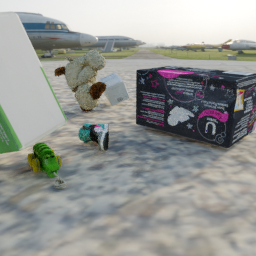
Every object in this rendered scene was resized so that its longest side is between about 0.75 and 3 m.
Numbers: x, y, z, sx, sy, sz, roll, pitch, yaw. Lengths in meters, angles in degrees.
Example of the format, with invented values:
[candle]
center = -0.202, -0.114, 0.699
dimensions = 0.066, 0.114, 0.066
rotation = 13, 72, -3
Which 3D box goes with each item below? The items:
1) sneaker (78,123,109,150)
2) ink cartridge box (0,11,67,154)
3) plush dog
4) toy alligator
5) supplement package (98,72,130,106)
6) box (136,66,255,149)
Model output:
[sneaker]
center = -0.846, 0.197, 6.827
dimensions = 0.737, 0.511, 1.221
rotation = -2, 17, -2
[ink cartridge box]
center = -2.733, -0.549, 5.087
dimensions = 2.756, 1.996, 1.157
rotation = -10, 19, 38
[plush dog]
center = -1.569, -1.514, 10.034
dimensions = 1.652, 1.769, 2.060
rotation = -19, -12, -28
[toy alligator]
center = -1.568, 0.616, 5.450
dimensions = 0.515, 0.471, 1.736
rotation = -9, 18, -31
[supplement package]
center = -0.609, -1.657, 11.760
dimensions = 0.844, 0.812, 1.483
rotation = -24, 29, -5
[box]
center = 1.851, -0.728, 7.651
dimensions = 2.859, 1.640, 1.889
rotation = 17, 24, 39
